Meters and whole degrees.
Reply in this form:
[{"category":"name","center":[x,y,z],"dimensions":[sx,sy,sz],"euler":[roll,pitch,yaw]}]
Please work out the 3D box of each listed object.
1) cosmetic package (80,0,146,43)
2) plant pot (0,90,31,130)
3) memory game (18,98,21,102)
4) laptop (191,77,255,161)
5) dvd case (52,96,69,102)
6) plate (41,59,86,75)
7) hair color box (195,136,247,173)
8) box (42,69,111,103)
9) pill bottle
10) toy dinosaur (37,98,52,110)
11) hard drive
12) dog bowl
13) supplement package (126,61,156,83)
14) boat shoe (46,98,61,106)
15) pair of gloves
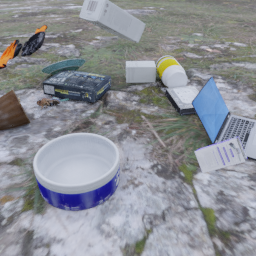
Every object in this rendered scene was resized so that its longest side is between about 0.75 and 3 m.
[{"category":"cosmetic package","center":[-0.624,-4.710,12.317],"dimensions":[1.371,0.999,2.697],"euler":[31,13,39]},{"category":"plant pot","center":[-4.776,-0.508,10.703],"dimensions":[1.534,1.434,1.434],"euler":[-27,40,-15]},{"category":"memory game","center":[-5.529,-1.187,12.739],"dimensions":[1.242,0.079,1.242],"euler":[0,33,0]},{"category":"laptop","center":[3.946,-0.437,10.186],"dimensions":[2.786,1.615,2.609],"euler":[17,37,24]},{"category":"dvd case","center":[-3.217,-1.475,13.160],"dimensions":[0.677,0.102,0.927],"euler":[-13,33,-20]},{"category":"plate","center":[-3.354,-3.161,14.809],"dimensions":[2.376,0.304,2.376],"euler":[-16,3,1]},{"category":"hair color box","center":[1.779,0.523,5.395],"dimensions":[0.853,0.466,0.276],"euler":[-23,-5,33]},{"category":"box","center":[-2.383,-2.075,13.450],"dimensions":[2.655,0.677,2.094],"euler":[11,32,13]},{"category":"pill bottle","center":[2.188,-2.754,14.121],"dimensions":[1.205,1.205,2.109],"euler":[-5,33,-7]},{"category":"toy dinosaur","center":[-3.707,-1.137,12.216],"dimensions":[0.528,0.779,0.334],"euler":[54,22,8]},{"category":"hard drive","center":[2.666,-1.277,12.604],"dimensions":[1.445,0.391,2.069],"euler":[-6,34,-8]},{"category":"dog bowl","center":[-1.457,1.198,8.259],"dimensions":[2.435,0.959,2.435],"euler":[0,33,0]},{"category":"supplement package","center":[0.659,-2.951,14.690],"dimensions":[1.532,0.898,0.895],"euler":[-1,33,-1]},{"category":"boat shoe","center":[-3.408,-1.124,12.490],"dimensions":[0.822,0.297,0.297],"euler":[2,37,21]},{"category":"pair of gloves","center":[-3.343,-2.540,8.882],"dimensions":[1.727,0.214,1.539],"euler":[-16,45,20]}]
